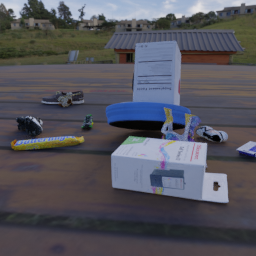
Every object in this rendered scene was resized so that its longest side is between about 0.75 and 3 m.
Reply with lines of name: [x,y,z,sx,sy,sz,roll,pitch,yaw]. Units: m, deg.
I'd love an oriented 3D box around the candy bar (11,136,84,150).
candy bar: [-2.588,0.474,9.096,2.330,0.258,0.581,-4,17,-15]

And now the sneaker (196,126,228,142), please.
sneaker: [2.832,0.217,9.685,1.128,0.416,0.451,14,23,39]

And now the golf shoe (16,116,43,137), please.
golf shoe: [-3.515,-0.167,10.517,0.829,0.682,1.754,-14,23,-40]

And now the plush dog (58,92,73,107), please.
plush dog: [-3.284,-1.383,14.962,0.905,0.726,0.778,-25,25,19]

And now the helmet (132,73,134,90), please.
helmet: [1.308,-2.170,14.611,2.320,2.212,2.320,-9,36,7]

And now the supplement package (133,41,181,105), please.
supplement package: [1.161,-1.771,10.764,1.557,2.599,1.576,1,-4,17]

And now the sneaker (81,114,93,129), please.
sneaker: [-1.631,-0.263,11.190,0.430,0.469,1.101,-1,17,-3]

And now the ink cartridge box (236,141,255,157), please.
ink cartridge box: [3.767,0.662,8.553,0.522,0.204,1.103,17,21,42]

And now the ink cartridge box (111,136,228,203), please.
ink cartridge box: [1.044,0.886,6.602,2.556,0.860,1.497,5,17,16]

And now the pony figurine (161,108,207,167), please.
pony figurine: [1.457,0.367,7.786,1.522,1.577,1.313,14,7,-10]

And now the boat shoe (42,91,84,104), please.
boat shoe: [-3.665,-1.735,15.736,2.331,0.694,0.837,-2,17,-5]

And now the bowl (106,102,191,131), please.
bowl: [0.669,-0.317,9.509,2.869,0.563,2.869,3,-6,0]
